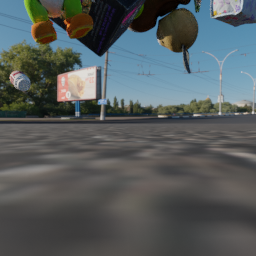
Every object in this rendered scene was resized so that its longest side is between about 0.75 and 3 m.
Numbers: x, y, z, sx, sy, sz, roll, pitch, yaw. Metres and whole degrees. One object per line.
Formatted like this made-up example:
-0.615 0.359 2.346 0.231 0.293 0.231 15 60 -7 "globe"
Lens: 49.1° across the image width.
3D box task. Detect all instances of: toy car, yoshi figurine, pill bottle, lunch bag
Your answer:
1.183 -2.966 8.531 2.262 2.867 2.355 -24 12 17 "toy car"
-1.021 -2.027 3.429 0.994 1.775 0.998 -10 8 32 "yoshi figurine"
-3.983 -1.730 10.397 0.583 0.583 1.033 -1 24 -35 "pill bottle"
2.582 -3.268 6.538 1.286 1.516 0.964 -8 14 -44 "lunch bag"

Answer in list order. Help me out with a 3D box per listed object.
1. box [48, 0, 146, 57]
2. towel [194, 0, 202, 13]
-0.973 -2.917 5.615 2.477 1.514 1.314 36 -42 -7 "box"
1.952 -3.861 7.614 0.172 0.837 1.122 1 -33 5 "towel"
